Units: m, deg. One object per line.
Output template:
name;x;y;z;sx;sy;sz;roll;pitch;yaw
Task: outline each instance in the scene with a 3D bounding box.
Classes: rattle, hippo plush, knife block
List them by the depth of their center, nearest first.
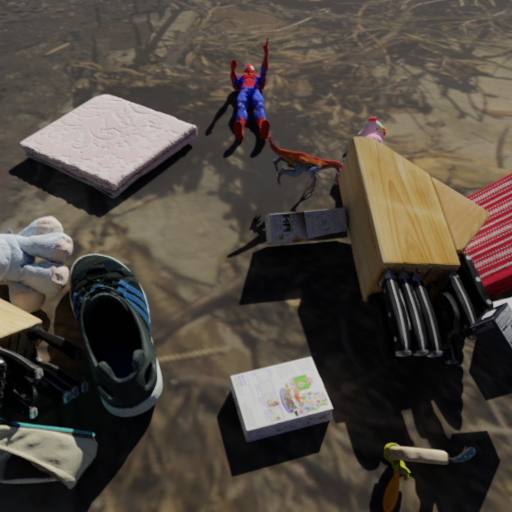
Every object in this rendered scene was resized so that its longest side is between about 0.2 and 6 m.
rattle;2.303;2.904;7.363;1.234;0.804;0.882;16;53;-22
knife block;-3.847;1.293;8.506;2.499;0.911;2.847;8;19;-22
hippo plush;-4.163;-0.156;9.226;2.018;1.622;1.607;36;88;28
knife block;2.208;-0.002;9.301;3.702;1.184;3.250;38;57;18

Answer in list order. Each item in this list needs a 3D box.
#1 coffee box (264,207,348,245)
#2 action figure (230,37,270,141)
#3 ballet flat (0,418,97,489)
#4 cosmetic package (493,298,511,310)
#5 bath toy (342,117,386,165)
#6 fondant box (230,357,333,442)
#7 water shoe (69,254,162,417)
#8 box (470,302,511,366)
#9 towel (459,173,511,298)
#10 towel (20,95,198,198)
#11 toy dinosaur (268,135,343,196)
coffee box;0.912;-0.541;10.408;1.410;0.562;0.807;-6;1;-5
action figure;-0.146;-4.311;13.933;1.001;1.518;3.067;-1;42;-2
ballet flat;-3.470;2.531;7.497;2.634;0.915;0.915;10;46;8
cosmetic package;4.332;1.031;9.051;1.243;0.669;0.527;-11;41;-13
bath toy;2.463;-2.412;12.489;0.865;0.735;1.989;16;46;16
fondant box;0.349;2.085;8.204;1.291;0.376;0.931;-12;46;-10
water shoe;-2.228;0.846;8.774;1.194;1.318;3.340;-18;48;-18
box;3.450;1.104;7.904;0.649;0.400;0.644;-25;81;-45
towel;4.506;-0.464;10.059;1.893;0.294;2.618;-31;31;32
towel;-3.349;-2.659;12.920;2.991;0.482;2.857;25;51;23
toy dinosaur;1.077;-1.781;11.262;1.395;1.538;0.807;-13;53;5
